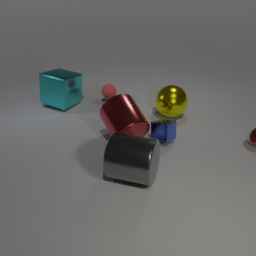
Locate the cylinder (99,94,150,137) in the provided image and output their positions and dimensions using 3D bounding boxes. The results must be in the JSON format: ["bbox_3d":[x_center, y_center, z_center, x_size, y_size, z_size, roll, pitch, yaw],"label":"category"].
[{"bbox_3d":[-0.135,-0.270,10.136,1.400,1.400,1.400,-16,59,-25],"label":"cylinder"}]

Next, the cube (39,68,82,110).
[{"bbox_3d":[-3.082,-1.838,12.942,1.400,1.400,1.400,17,28,21],"label":"cube"}]

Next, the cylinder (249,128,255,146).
[{"bbox_3d":[4.790,0.394,9.870,0.700,0.700,0.700,30,19,-28],"label":"cylinder"}]

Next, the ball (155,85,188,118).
[{"bbox_3d":[1.865,-1.139,11.994,1.400,1.400,1.400,0,31,0],"label":"ball"}]

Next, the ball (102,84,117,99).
[{"bbox_3d":[-0.894,-1.742,13.250,0.700,0.700,0.700,0,31,0],"label":"ball"}]

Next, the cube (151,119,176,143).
[{"bbox_3d":[1.324,0.084,10.387,0.700,0.700,0.700,9,16,38],"label":"cube"}]

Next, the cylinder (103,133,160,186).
[{"bbox_3d":[0.145,0.925,8.491,1.400,1.400,1.400,8,32,17],"label":"cylinder"}]
